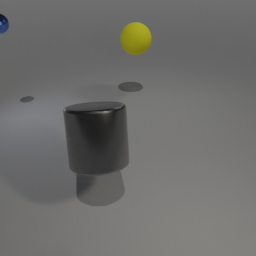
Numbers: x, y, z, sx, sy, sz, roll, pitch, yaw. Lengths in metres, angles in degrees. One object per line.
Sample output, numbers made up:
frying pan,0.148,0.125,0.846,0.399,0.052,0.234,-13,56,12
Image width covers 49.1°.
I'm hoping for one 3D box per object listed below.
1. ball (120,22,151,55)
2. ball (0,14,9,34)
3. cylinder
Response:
ball,0.349,-4.029,12.665,1.400,1.400,1.400,0,30,0
ball,-4.713,-3.812,10.215,0.700,0.700,0.700,0,30,0
cylinder,-0.700,0.182,6.391,1.400,1.400,1.400,-3,14,1
